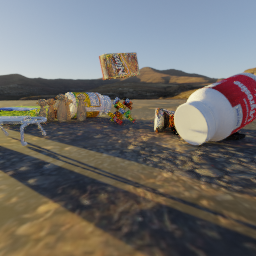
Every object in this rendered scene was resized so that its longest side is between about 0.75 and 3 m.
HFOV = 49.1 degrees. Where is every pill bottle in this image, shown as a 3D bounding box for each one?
[{"bbox_3d":[-2.201,-1.276,15.487,2.456,1.364,1.364,-5,9,-37],"label":"pill bottle"},{"bbox_3d":[2.613,-0.532,7.835,2.656,1.491,1.491,-24,20,-32],"label":"pill bottle"}]

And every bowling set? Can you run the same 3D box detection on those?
[{"bbox_3d":[-3.346,-0.993,13.433,2.456,1.318,1.709,-4,9,-33],"label":"bowling set"}]

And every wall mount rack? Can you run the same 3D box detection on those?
[{"bbox_3d":[-3.255,0.039,7.947,2.100,0.783,1.824,0,11,1],"label":"wall mount rack"}]

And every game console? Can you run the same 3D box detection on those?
[{"bbox_3d":[2.601,0.111,8.973,2.276,0.274,1.343,8,11,44],"label":"game console"}]

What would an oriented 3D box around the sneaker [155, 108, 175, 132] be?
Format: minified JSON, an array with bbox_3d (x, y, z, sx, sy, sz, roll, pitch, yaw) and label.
[{"bbox_3d":[1.506,-0.284,10.033,0.824,0.835,2.134,9,9,24],"label":"sneaker"}]

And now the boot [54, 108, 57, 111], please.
[{"bbox_3d":[-3.315,-0.940,15.977,2.061,0.725,1.476,-3,12,9],"label":"boot"}]

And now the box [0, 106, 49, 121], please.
[{"bbox_3d":[-4.978,-0.632,12.998,1.800,0.704,2.953,0,7,3],"label":"box"}]

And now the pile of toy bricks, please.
[{"bbox_3d":[-0.142,-0.640,12.660,1.110,1.248,2.249,40,3,8],"label":"pile of toy bricks"}]

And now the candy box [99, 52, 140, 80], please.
[{"bbox_3d":[-0.319,-2.505,11.267,1.643,0.949,0.454,-14,5,-38],"label":"candy box"}]
